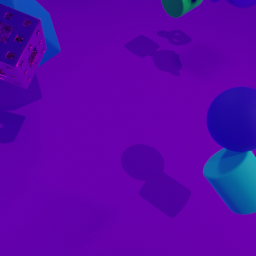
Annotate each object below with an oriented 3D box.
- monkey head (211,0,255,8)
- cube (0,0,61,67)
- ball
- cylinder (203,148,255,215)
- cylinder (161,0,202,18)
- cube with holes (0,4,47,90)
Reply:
[{"bbox_3d":[2.758,-3.511,6.629,1.724,1.241,1.039,20,82,46],"label":"monkey head"},{"bbox_3d":[-2.644,-2.233,6.467,1.383,1.383,1.383,-29,63,15],"label":"cube"},{"bbox_3d":[1.872,-0.142,4.674,1.086,1.086,1.086,0,57,0],"label":"ball"},{"bbox_3d":[2.000,0.918,5.085,0.914,0.914,0.914,-44,102,-24],"label":"cylinder"},{"bbox_3d":[1.568,-3.783,8.083,0.879,0.879,0.879,-37,64,-21],"label":"cylinder"},{"bbox_3d":[-2.021,-1.359,4.694,0.906,0.906,0.906,21,73,-4],"label":"cube with holes"}]
